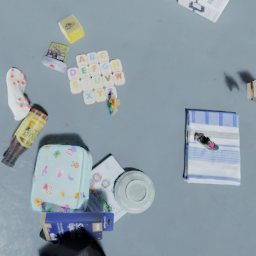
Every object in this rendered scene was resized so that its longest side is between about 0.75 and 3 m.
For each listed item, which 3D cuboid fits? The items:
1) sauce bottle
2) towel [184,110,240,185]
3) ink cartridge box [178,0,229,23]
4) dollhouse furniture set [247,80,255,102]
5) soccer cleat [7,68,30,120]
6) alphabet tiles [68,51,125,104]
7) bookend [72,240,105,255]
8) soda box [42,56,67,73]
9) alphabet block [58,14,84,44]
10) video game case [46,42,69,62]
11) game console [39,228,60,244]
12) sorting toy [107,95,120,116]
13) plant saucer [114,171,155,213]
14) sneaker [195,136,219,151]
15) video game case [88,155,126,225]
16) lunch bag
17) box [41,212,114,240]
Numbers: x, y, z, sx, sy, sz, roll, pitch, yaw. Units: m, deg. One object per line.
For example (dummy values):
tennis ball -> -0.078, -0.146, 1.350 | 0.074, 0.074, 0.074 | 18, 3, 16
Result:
sauce bottle -> -4.037, 0.404, 10.926 | 0.795, 0.795, 2.408 | 27, 80, 6
towel -> 3.351, 0.752, 11.038 | 2.174, 0.352, 2.960 | 5, 76, 0
ink cartridge box -> 3.430, -5.842, 12.394 | 1.950, 0.822, 1.412 | 31, 78, 7
dollhouse furniture set -> 5.446, -1.584, 10.851 | 1.731, 1.713, 0.892 | -2, 86, -4
soccer cleat -> -4.556, -1.402, 11.363 | 0.898, 0.803, 2.316 | -37, 61, 34
alphabet tiles -> -1.342, -2.180, 11.843 | 2.314, 0.169, 2.263 | -11, 76, -2
bookend -> -1.880, 4.892, 9.002 | 2.331, 2.346, 1.081 | -33, 79, -8
soda box -> -3.120, -2.700, 11.893 | 0.992, 0.315, 0.339 | 22, 77, 5
alphabet block -> -2.426, -4.249, 12.060 | 0.746, 0.742, 0.760 | -34, 80, -6
video game case -> -3.044, -3.304, 12.151 | 0.829, 0.106, 0.749 | 15, 77, 4
game console -> -2.809, 3.813, 10.429 | 0.674, 0.446, 0.766 | 14, 74, 34
sorting toy -> -0.609, -0.884, 11.026 | 0.161, 1.179, 0.664 | -2, 70, -25
plant saucer -> 0.293, 2.376, 10.452 | 1.573, 0.395, 1.573 | 3, 75, -13
sneaker -> 3.101, 0.592, 10.811 | 0.986, 0.431, 0.364 | 28, 70, 2
video game case -> -0.728, 2.408, 10.680 | 1.878, 0.244, 2.064 | -37, 79, -8
lunch bag -> -2.357, 1.940, 10.269 | 2.057, 0.989, 2.565 | 1, 74, 10
box -> -1.674, 3.396, 9.647 | 2.387, 1.446, 0.387 | 0, 45, -5
